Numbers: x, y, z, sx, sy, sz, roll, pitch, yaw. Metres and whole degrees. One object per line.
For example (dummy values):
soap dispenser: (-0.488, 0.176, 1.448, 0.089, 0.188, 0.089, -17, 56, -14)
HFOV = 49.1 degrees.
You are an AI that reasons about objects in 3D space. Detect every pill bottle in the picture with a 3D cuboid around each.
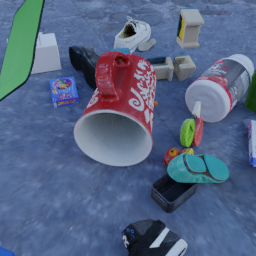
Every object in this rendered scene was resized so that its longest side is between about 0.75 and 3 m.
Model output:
pill bottle: (3.054, -1.390, 8.991, 1.401, 1.401, 2.530, 29, 51, 27)

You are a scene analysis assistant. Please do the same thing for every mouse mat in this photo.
mouse mat: (-1.704, -1.363, 4.441, 0.070, 1.494, 1.857, 17, 69, -38)

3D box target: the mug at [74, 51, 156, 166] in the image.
mug: (-0.023, -0.861, 7.627, 1.949, 2.593, 2.921, 20, 44, -5)

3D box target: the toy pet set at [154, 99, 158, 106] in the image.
toy pet set: (0.547, -1.235, 9.409, 1.114, 0.592, 1.040, 21, 48, 20)

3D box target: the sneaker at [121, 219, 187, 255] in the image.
sneaker: (0.076, 2.596, 5.426, 2.081, 0.760, 1.164, -27, 46, -36)

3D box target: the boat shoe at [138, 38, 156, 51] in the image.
boat shoe: (0.788, -3.545, 12.089, 0.974, 0.354, 0.305, -35, 11, -24)

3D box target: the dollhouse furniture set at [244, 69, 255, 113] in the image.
dollhouse furniture set: (5.349, -0.843, 8.395, 1.864, 1.428, 2.845, -27, 50, -25)

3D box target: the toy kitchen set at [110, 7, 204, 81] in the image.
toy kitchen set: (0.866, -3.034, 9.994, 2.930, 2.348, 1.726, -7, 45, -7)

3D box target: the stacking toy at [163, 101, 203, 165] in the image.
stacking toy: (1.441, 0.165, 7.414, 0.687, 1.472, 1.626, 10, 45, 26)

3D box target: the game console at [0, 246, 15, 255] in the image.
game console: (-2.842, 2.763, 5.653, 0.802, 0.475, 0.685, 16, 77, 16)

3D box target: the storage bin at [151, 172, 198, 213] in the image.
storage bin: (1.112, 1.457, 6.721, 1.008, 0.473, 0.681, -31, 52, -27)

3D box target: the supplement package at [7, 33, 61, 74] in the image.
supplement package: (-3.550, -2.802, 10.671, 1.770, 1.073, 1.060, -11, 45, -11)

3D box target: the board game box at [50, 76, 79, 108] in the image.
board game box: (-2.202, -1.258, 9.647, 0.856, 0.285, 1.273, -10, 45, -11)

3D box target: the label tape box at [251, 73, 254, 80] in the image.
label tape box: (4.394, -1.637, 9.855, 0.765, 0.551, 0.242, 11, 47, 12)

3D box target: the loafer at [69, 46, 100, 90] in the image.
loafer: (-1.200, -2.300, 10.235, 1.042, 1.049, 2.882, -18, 48, -24)

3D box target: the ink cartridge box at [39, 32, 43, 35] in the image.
ink cartridge box: (-4.163, -4.112, 12.700, 0.388, 0.152, 0.819, 5, 47, 6)

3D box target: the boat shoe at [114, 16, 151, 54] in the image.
boat shoe: (0.198, -4.209, 12.039, 1.033, 1.192, 2.797, 22, 48, 21)

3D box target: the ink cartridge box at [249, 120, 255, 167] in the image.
ink cartridge box: (3.932, 0.569, 7.703, 1.102, 0.388, 1.847, 12, 42, 12)

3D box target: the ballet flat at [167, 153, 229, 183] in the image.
ballet flat: (1.644, 1.001, 6.718, 2.120, 0.746, 0.714, 15, 55, -45)
